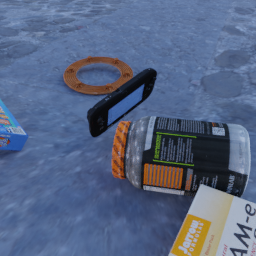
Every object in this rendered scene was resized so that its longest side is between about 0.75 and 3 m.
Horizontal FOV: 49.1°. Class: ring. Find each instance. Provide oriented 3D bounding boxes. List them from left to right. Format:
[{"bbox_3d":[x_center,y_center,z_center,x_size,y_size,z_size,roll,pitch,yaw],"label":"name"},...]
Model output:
[{"bbox_3d":[-1.078,-2.043,10.238,2.544,0.244,2.544,1,41,-1],"label":"ring"}]

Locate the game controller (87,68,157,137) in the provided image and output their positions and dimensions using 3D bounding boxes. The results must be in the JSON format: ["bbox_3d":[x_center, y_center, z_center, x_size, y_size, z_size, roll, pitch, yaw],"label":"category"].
[{"bbox_3d":[-0.117,-0.662,7.312,2.320,1.210,0.488,-38,61,-24],"label":"game controller"}]

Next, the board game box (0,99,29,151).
[{"bbox_3d":[-3.806,-0.352,6.930,2.330,0.524,1.772,42,18,33],"label":"board game box"}]

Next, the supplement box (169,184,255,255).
[{"bbox_3d":[2.025,2.075,4.142,2.576,0.947,1.623,17,37,23],"label":"supplement box"}]

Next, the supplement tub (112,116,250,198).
[{"bbox_3d":[1.019,0.574,5.748,2.523,1.546,1.546,7,36,9],"label":"supplement tub"}]
